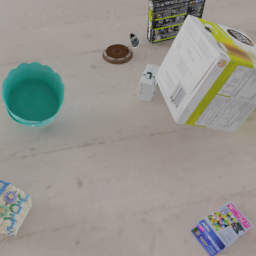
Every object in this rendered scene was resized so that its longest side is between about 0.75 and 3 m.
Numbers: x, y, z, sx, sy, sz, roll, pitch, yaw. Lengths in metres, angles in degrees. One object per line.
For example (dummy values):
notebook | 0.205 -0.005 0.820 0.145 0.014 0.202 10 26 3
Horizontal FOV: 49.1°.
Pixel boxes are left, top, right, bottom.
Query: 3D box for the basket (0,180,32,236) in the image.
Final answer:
basket | -3.964 2.332 8.482 1.804 1.255 1.591 16 52 2

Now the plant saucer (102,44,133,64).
plant saucer | -0.526 -3.783 14.122 1.565 0.251 1.565 -1 51 1

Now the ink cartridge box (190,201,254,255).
ink cartridge box | 2.852 3.039 8.521 1.647 0.346 0.983 -26 55 -18

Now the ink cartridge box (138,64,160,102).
ink cartridge box | 0.911 -1.956 12.145 0.565 0.997 1.360 15 53 12

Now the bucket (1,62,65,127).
bucket | -3.564 -1.150 10.608 2.331 1.516 2.331 5 75 -18

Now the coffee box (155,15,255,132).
coffee box | 3.103 -1.911 10.235 2.780 2.811 2.807 7 44 -23

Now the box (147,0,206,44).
box | 2.445 -5.753 14.383 2.894 2.318 0.641 -16 53 -12

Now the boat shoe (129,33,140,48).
boat shoe | 0.251 -3.521 11.201 0.374 0.309 0.999 -31 36 20
